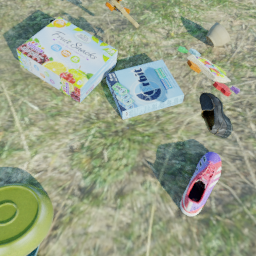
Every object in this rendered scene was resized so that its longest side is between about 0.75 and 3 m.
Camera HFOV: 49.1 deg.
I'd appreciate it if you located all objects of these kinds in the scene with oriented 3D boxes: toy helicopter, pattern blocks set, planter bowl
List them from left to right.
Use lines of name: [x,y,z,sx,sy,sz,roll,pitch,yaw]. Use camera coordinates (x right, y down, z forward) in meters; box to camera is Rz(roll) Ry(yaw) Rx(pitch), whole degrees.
toy helicopter: [-0.179,-4.335,10.506,0.596,1.511,0.999,-46,18,11]
pattern blocks set: [1.992,-1.442,6.860,1.811,0.147,1.591,46,33,19]
planter bowl: [3.855,-3.979,12.238,0.682,1.013,1.013,-38,59,8]

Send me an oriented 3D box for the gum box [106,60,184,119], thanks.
gum box: [0.598,-1.519,10.686,2.386,0.532,2.027,-16,57,-11]

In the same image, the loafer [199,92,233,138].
loafer: [2.405,-0.466,8.110,0.619,0.624,1.713,10,40,-24]

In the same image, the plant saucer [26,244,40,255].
plant saucer: [-3.393,3.103,7.529,2.175,0.391,2.175,0,55,1]

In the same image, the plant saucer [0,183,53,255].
plant saucer: [-3.327,2.436,7.682,2.456,0.382,2.456,1,43,-1]

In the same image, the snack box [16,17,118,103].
snack box: [-2.319,-2.765,11.042,2.970,1.005,2.504,33,60,9]

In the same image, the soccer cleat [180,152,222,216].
soccer cleat: [2.278,1.527,8.357,0.779,0.836,2.283,27,59,18]

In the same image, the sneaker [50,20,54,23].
sneaker: [-3.356,-4.524,12.829,0.421,0.488,1.113,-25,60,-19]
